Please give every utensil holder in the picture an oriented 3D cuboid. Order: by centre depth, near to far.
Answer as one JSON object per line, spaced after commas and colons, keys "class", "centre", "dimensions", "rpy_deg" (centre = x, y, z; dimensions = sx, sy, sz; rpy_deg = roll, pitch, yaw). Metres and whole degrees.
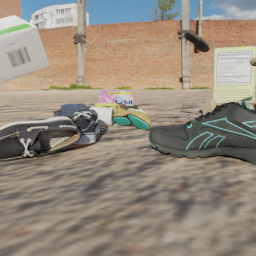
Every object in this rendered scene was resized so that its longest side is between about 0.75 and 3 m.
{"class": "utensil holder", "centre": [-0.884, -0.392, 9.523], "dimensions": [0.762, 0.648, 0.648], "rpy_deg": [4, 10, 8]}

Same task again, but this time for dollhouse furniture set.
{"class": "dollhouse furniture set", "centre": [2.972, -0.493, 5.977], "dimensions": [1.520, 2.146, 2.336], "rpy_deg": [-3, -18, -26]}

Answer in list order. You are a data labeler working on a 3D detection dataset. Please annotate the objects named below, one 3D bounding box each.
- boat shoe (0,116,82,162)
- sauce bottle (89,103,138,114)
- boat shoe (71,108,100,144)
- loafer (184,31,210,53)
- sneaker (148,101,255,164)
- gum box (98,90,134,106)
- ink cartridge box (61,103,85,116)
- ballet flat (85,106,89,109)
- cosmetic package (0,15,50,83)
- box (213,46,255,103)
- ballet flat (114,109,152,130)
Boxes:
{"class": "boat shoe", "centre": [-1.806, 0.264, 5.444], "dimensions": [1.916, 0.708, 0.578], "rpy_deg": [-14, 33, -39]}
{"class": "sauce bottle", "centre": [-0.576, -0.741, 11.517], "dimensions": [1.990, 0.644, 0.644], "rpy_deg": [-3, 10, -11]}
{"class": "boat shoe", "centre": [-1.146, -0.109, 7.245], "dimensions": [0.834, 0.789, 2.326], "rpy_deg": [1, 9, 5]}
{"class": "loafer", "centre": [1.984, -2.468, 7.877], "dimensions": [0.293, 0.825, 0.301], "rpy_deg": [-53, 5, -39]}
{"class": "sneaker", "centre": [1.803, 0.018, 5.529], "dimensions": [2.870, 1.138, 1.082], "rpy_deg": [2, 11, 21]}
{"class": "gum box", "centre": [-0.553, -1.373, 14.162], "dimensions": [1.819, 1.032, 0.602], "rpy_deg": [-4, 10, -22]}
{"class": "ink cartridge box", "centre": [-2.430, -0.825, 12.514], "dimensions": [0.854, 0.484, 1.165], "rpy_deg": [0, 9, 2]}
{"class": "ballet flat", "centre": [-2.096, -0.981, 14.071], "dimensions": [0.322, 0.298, 0.955], "rpy_deg": [-4, 10, -22]}
{"class": "cosmetic package", "centre": [-3.395, -2.332, 7.948], "dimensions": [1.445, 1.139, 2.685], "rpy_deg": [-27, 37, -21]}
{"class": "box", "centre": [3.763, -1.419, 9.805], "dimensions": [1.229, 2.543, 2.237], "rpy_deg": [5, 11, 25]}
{"class": "ballet flat", "centre": [0.209, -0.380, 8.983], "dimensions": [0.608, 0.662, 1.929], "rpy_deg": [-49, 31, -20]}
